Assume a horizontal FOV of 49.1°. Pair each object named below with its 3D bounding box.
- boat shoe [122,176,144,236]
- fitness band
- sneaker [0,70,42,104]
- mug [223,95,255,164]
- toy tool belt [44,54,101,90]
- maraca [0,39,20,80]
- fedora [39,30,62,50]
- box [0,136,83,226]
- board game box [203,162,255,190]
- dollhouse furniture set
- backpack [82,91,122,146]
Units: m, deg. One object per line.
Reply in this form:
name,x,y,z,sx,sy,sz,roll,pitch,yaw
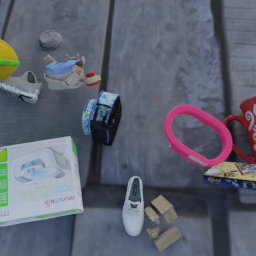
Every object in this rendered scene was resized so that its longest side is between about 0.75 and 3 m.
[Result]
boat shoe,0.153,2.433,8.862,0.678,0.615,1.843,-1,70,0
fitness band,2.061,0.231,8.330,2.156,0.403,1.548,32,66,1
sneaker,-4.150,-1.739,10.391,2.040,0.766,1.178,22,66,-3
mug,4.607,0.381,9.313,1.738,2.313,2.605,8,69,-39
toy tool belt,-1.986,-1.995,9.601,1.947,1.197,1.216,0,26,26
maraca,-4.460,-2.212,8.989,1.851,2.700,1.444,1,103,-22
fedora,-3.131,-3.591,11.161,0.951,0.430,0.841,-38,74,-12
box,-2.871,1.699,8.814,2.594,1.254,2.289,-8,68,-4
board game box,3.318,1.405,8.417,1.168,1.724,0.298,-23,107,-45
dollhouse furniture set,1.032,2.993,8.887,1.034,0.886,1.088,-31,108,-10
backpack,-0.866,-0.422,9.478,1.162,1.447,1.581,15,61,8
